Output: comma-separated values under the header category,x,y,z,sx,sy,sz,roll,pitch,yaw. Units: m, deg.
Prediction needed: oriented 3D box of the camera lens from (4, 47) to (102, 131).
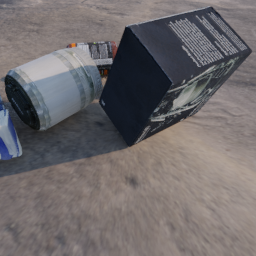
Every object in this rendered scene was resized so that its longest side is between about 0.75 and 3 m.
category,x,y,z,sx,sy,sz,roll,pitch,yaw
camera lens,-2.001,-1.065,7.527,2.150,1.720,1.720,-34,47,-30

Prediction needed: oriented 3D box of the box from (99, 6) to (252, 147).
category,x,y,z,sx,sy,sz,roll,pitch,yaw
box,0.998,-1.220,6.900,2.637,2.683,1.663,-24,70,-29

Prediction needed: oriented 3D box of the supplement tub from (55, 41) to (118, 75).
category,x,y,z,sx,sy,sz,roll,pitch,yaw
supplement tub,-1.516,-2.532,10.352,2.265,1.211,1.211,-6,36,-7

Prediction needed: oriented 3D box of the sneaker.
category,x,y,z,sx,sy,sz,roll,pitch,yaw
sneaker,-3.716,0.057,6.863,1.671,1.169,2.894,-22,33,-22

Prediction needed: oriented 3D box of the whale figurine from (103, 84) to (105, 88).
category,x,y,z,sx,sy,sz,roll,pitch,yaw
whale figurine,-0.361,-1.309,9.264,0.905,0.470,0.720,-10,79,8
